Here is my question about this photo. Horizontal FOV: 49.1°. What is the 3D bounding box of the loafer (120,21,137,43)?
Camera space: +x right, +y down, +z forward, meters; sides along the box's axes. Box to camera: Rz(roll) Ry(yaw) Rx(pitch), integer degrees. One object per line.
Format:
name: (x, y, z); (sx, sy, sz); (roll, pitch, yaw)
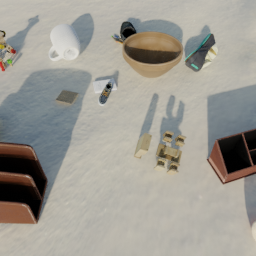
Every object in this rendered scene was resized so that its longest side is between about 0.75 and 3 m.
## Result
loafer: (0.087, -4.730, 14.149); (0.914, 0.944, 2.691); (-5, 48, -4)

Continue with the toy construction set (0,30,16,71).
toy construction set: (-6.056, -3.705, 12.915); (1.553, 1.431, 1.862); (-22, 52, -19)

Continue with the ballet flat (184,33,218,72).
ballet flat: (3.574, -3.465, 13.110); (1.077, 1.077, 2.949); (24, 46, 20)

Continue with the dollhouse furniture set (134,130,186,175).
dollhouse furniture set: (1.039, 0.784, 9.305); (1.436, 0.954, 1.259); (19, 68, -5)

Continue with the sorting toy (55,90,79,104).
sorting toy: (-2.525, -1.273, 11.619); (0.729, 0.144, 0.787); (14, 45, 12)

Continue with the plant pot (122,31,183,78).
plant pot: (1.071, -3.109, 12.514); (2.659, 1.227, 2.659); (0, 48, 0)

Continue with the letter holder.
letter holder: (-4.040, 1.519, 7.787); (2.948, 2.095, 1.482); (1, 48, 1)

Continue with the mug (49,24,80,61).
mug: (-3.075, -3.856, 13.322); (1.698, 1.254, 1.489); (-34, 57, 11)

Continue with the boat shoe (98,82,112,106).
boat shoe: (-0.927, -1.403, 11.404); (0.362, 0.465, 1.024); (22, 57, -6)

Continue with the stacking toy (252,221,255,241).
stacking toy: (4.089, 2.753, 7.723); (1.216, 0.888, 0.888); (-14, 47, -37)

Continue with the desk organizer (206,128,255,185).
desk organizer: (4.223, 0.724, 9.139); (2.945, 1.134, 1.056); (-15, 50, -13)

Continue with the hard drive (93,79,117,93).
hard drive: (-0.998, -1.812, 12.050); (0.930, 0.118, 0.614); (-10, 57, -9)

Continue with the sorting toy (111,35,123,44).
sorting toy: (-0.540, -4.500, 14.426); (0.549, 0.133, 0.974); (-3, 42, -35)
